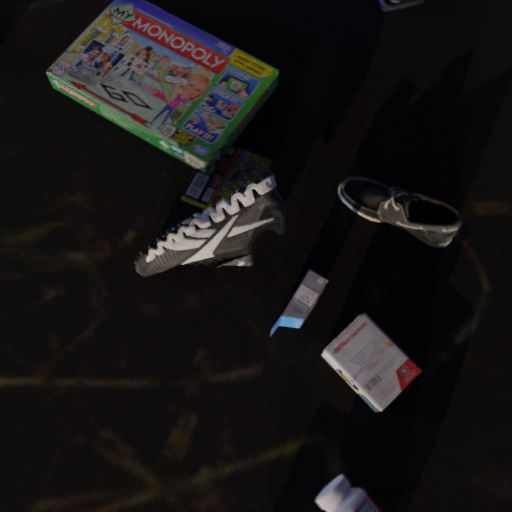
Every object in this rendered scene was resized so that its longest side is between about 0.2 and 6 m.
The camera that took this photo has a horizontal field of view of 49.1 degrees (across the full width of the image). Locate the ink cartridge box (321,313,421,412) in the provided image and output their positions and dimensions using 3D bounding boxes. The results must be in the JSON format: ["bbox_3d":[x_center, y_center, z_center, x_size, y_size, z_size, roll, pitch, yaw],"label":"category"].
[{"bbox_3d":[1.839,1.721,9.074,0.936,0.532,1.284,-41,77,-12],"label":"ink cartridge box"}]

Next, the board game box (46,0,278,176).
[{"bbox_3d":[-1.744,-3.354,10.618,3.626,0.528,2.440,30,72,11],"label":"board game box"}]

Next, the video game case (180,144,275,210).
[{"bbox_3d":[-0.502,-1.388,10.233,1.276,0.180,1.412,22,69,8],"label":"video game case"}]

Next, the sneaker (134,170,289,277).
[{"bbox_3d":[-0.667,-0.214,9.442,2.848,0.946,1.288,-31,100,5],"label":"sneaker"}]

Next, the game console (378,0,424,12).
[{"bbox_3d":[2.631,-5.927,11.333,1.392,0.965,1.630,-15,73,-4],"label":"game console"}]

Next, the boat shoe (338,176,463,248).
[{"bbox_3d":[2.517,-0.911,9.837,2.199,0.743,0.790,25,75,9],"label":"boat shoe"}]

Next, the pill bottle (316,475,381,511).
[{"bbox_3d":[1.518,3.947,8.246,0.734,0.734,1.307,-39,76,-12],"label":"pill bottle"}]

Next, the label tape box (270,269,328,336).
[{"bbox_3d":[0.697,0.871,9.199,0.364,0.830,1.151,31,75,8],"label":"label tape box"}]
